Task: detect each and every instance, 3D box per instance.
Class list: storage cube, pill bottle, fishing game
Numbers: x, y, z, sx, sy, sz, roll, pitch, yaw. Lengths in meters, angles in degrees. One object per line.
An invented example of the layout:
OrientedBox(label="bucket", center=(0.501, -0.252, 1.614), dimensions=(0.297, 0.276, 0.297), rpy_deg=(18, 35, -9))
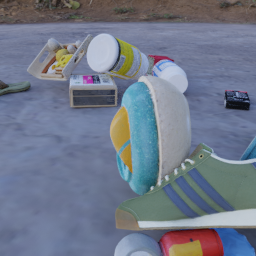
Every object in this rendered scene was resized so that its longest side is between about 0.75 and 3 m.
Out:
OrientedBox(label="storage cube", center=(1.421, -2.744, 12.700), dimensions=(0.952, 1.059, 0.905), rpy_deg=(0, 23, -16))
OrientedBox(label="pill bottle", center=(1.629, -1.927, 10.832), dimensions=(1.091, 1.091, 1.945), rpy_deg=(-3, 26, -6))
OrientedBox(label="fishing game", center=(1.145, 1.766, 3.868), dimensions=(1.139, 0.247, 1.591), rpy_deg=(-3, 29, 13))
OrientedBox(label="pill bottle", center=(-0.283, -2.499, 10.284), dimensions=(1.317, 1.317, 2.304), rpy_deg=(17, 8, 33))

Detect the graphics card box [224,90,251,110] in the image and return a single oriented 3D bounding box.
OrientedBox(label="graphics card box", center=(3.757, -0.982, 9.694), dimensions=(0.780, 0.316, 1.243), rpy_deg=(7, 24, 13))

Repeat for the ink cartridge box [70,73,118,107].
OrientedBox(label="ink cartridge box", center=(-1.278, -1.404, 10.074), dimensions=(1.601, 0.730, 1.943), rpy_deg=(-2, 25, -10))

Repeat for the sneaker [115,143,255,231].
OrientedBox(label="sneaker", center=(0.956, 0.758, 3.765), dimensions=(2.423, 1.088, 0.813), rpy_deg=(-9, -14, 21))

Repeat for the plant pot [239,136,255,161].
OrientedBox(label="plant pot", center=(2.809, 0.822, 4.128), dimensions=(1.957, 1.957, 1.838), rpy_deg=(-21, 46, -38))

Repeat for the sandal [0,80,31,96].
OrientedBox(label="sandal", center=(-4.912, -1.643, 10.716), dimensions=(2.296, 0.655, 0.912), rpy_deg=(-21, 32, -38))

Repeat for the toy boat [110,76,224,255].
OrientedBox(label="toy boat", center=(0.296, 0.671, 4.238), dimensions=(1.365, 2.469, 2.937), rpy_deg=(-8, 54, -7))

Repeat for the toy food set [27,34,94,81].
OrientedBox(label="toy food set", center=(-2.669, -2.809, 10.786), dimensions=(2.615, 0.790, 1.877), rpy_deg=(13, 65, 44))
